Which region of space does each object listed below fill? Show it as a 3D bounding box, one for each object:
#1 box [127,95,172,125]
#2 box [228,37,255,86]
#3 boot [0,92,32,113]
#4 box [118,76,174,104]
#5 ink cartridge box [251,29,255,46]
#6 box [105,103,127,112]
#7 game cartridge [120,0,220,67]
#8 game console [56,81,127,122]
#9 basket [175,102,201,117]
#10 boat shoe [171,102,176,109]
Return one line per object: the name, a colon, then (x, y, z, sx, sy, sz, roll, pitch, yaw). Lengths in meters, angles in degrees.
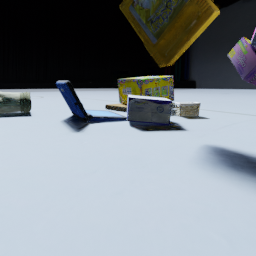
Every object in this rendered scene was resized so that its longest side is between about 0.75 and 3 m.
box: (0.656, -0.640, 9.365, 1.381, 0.788, 1.502, 5, 9, -1)
box: (2.821, -1.325, 5.994, 1.042, 0.504, 0.917, 16, 43, -23)
boot: (-5.401, -1.189, 12.256, 2.175, 1.014, 2.813, -6, 17, -26)
box: (0.863, -1.865, 13.661, 1.946, 1.232, 2.020, -12, 15, -31)
ink cartridge box: (3.271, -2.495, 4.858, 1.429, 2.394, 0.502, 19, 29, 17)
box: (0.251, -0.992, 13.375, 1.817, 0.236, 2.223, -7, 11, -36)
game cartridge: (0.945, -3.148, 7.448, 0.394, 2.429, 2.141, -18, -19, -41)
game console: (-1.423, -1.054, 10.432, 1.471, 2.122, 2.486, -31, 19, -15)
basket: (2.342, -0.743, 11.017, 0.876, 0.540, 0.594, -2, 10, -8)
boat shoe: (1.884, -1.119, 13.713, 1.018, 0.381, 0.315, 0, 12, 13)
